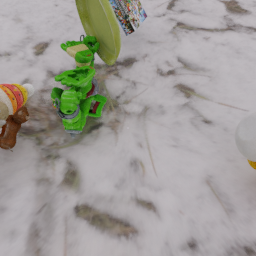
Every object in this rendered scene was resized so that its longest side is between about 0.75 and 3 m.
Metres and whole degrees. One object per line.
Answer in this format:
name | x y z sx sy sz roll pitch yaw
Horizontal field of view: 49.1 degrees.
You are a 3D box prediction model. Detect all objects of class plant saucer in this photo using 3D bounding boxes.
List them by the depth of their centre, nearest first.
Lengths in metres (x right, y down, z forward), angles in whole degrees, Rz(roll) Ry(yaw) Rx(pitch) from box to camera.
plant saucer | -0.671 -2.480 6.600 0.313 2.013 2.013 -28 52 -16

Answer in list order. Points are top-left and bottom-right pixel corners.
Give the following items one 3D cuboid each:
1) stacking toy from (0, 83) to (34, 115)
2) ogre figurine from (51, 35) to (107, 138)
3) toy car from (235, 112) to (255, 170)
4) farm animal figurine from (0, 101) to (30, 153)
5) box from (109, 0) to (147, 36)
stacking toy | -3.102 -0.874 7.527 1.082 1.082 1.481 18 34 16
ogre figurine | -1.181 -0.941 6.796 1.345 1.644 2.742 -6 46 -17
toy car | 3.376 0.318 4.997 2.123 2.426 1.819 24 33 -24
farm animal figurine | -3.208 -0.250 5.239 1.560 2.992 2.959 0 47 37
box | 0.011 -4.072 9.499 0.365 1.323 1.937 -19 27 28
